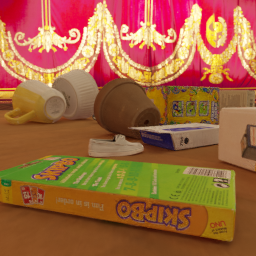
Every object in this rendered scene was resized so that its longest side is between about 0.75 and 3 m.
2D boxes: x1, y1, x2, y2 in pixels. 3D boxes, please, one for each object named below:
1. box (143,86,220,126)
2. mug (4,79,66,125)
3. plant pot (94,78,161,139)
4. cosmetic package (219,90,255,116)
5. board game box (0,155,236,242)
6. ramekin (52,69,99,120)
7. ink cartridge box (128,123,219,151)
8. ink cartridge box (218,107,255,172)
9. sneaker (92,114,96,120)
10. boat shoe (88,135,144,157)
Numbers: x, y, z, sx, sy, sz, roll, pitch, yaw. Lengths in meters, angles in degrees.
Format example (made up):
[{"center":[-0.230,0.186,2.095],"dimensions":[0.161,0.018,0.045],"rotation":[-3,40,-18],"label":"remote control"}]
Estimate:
[{"center":[1.830,-0.860,10.535],"dimensions":[2.167,1.372,2.249],"rotation":[-3,7,-22],"label":"box"},{"center":[-3.394,-0.764,10.824],"dimensions":[1.715,2.089,1.673],"rotation":[18,-16,40],"label":"mug"},{"center":[0.107,-0.377,7.230],"dimensions":[1.564,1.564,1.364],"rotation":[-5,27,-36],"label":"plant pot"},{"center":[4.428,-1.105,12.989],"dimensions":[2.514,1.301,0.919],"rotation":[8,10,44],"label":"cosmetic package"},{"center":[-0.167,0.592,2.956],"dimensions":[2.421,0.363,1.156],"rotation":[5,7,20],"label":"board game box"},{"center":[-2.367,-1.388,12.105],"dimensions":[2.255,2.255,1.050],"rotation":[5,20,38],"label":"ramekin"},{"center":[1.147,0.161,6.181],"dimensions":[2.146,0.421,1.067],"rotation":[-3,8,-33],"label":"ink cartridge box"},{"center":[2.548,0.177,3.870],"dimensions":[1.548,0.932,2.131],"rotation":[-2,9,-22],"label":"ink cartridge box"},{"center":[-0.618,-0.527,10.712],"dimensions":[1.495,0.645,0.580],"rotation":[0,0,-5],"label":"sneaker"},{"center":[-0.209,0.306,5.153],"dimensions":[1.054,0.361,0.380],"rotation":[-2,7,-14],"label":"boat shoe"}]
